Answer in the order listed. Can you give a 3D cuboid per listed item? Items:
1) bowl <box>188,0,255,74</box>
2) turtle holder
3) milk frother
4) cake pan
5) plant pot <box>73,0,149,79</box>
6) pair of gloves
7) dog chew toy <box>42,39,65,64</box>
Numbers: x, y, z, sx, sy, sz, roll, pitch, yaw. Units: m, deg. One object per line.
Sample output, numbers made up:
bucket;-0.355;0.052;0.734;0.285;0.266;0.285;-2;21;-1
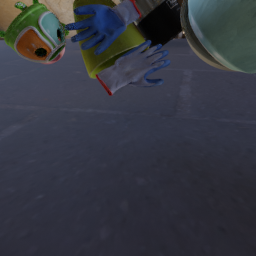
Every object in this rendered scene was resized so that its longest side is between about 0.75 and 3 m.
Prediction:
bowl;2.278;-2.206;5.305;2.943;2.943;1.539;-24;-11;-46
turtle holder;-2.551;-2.651;8.062;1.437;1.538;2.024;42;6;-10
milk frother;0.414;-3.798;9.586;2.661;2.503;2.402;-33;11;26
cake pan;2.726;-2.666;7.171;2.870;2.870;0.526;0;-16;-1
plant pot;-0.772;-3.035;8.782;2.089;2.232;2.089;-27;-1;0
pair of gloves;-0.126;-1.749;5.964;1.842;2.291;0.261;-34;-1;-22
dog chew toy;-2.993;-3.190;9.561;1.224;1.965;1.224;-29;-6;-3
